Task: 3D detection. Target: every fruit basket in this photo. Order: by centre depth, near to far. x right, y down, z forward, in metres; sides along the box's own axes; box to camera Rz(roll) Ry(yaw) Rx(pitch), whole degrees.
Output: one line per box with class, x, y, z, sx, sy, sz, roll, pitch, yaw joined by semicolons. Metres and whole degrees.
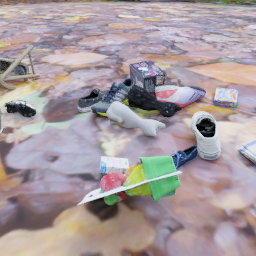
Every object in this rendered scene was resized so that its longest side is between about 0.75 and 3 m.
fruit basket;0.065;1.489;7.161;2.421;1.135;2.242;-23;-5;-3

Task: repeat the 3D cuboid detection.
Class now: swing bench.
swing bench;-6.962;-3.303;15.174;2.878;1.877;2.893;15;39;23

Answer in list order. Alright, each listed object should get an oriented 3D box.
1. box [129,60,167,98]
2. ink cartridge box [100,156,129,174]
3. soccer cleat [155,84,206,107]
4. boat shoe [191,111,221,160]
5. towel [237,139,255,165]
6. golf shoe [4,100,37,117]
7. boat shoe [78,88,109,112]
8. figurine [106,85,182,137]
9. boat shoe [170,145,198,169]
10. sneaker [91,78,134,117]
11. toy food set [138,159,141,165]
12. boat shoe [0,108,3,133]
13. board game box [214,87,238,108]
box;0.947;-2.295;13.825;1.220;1.405;2.126;-13;33;-12
ink cartridge box;-0.434;1.193;8.866;0.873;0.296;0.502;6;32;-9
soccer cleat;2.477;-1.400;12.994;2.982;1.091;1.017;-2;0;-36
boat shoe;2.849;-0.040;10.382;1.050;0.959;2.918;-1;30;14
towel;5.270;1.062;8.999;2.070;0.335;2.818;-21;36;-14
golf shoe;-4.609;-0.963;12.360;1.680;0.653;0.794;15;34;21
boat shoe;-1.533;-1.470;13.111;0.764;0.724;2.186;22;38;32
figurine;0.689;-0.620;11.392;2.324;1.026;2.382;22;45;25
boat shoe;1.739;0.924;9.360;1.419;0.487;0.597;-25;39;-35
sneaker;-0.647;-1.432;12.600;1.078;1.181;2.917;18;35;27
toy food set;0.587;1.147;9.338;0.811;0.128;0.515;-22;37;-31
boat shoe;-5.448;-0.288;11.272;0.701;0.592;1.967;-9;32;-14
board game box;4.771;-1.507;13.614;1.058;0.269;1.564;10;32;16
